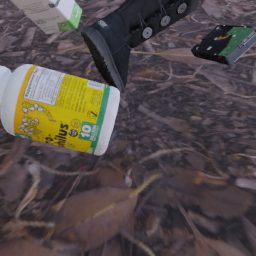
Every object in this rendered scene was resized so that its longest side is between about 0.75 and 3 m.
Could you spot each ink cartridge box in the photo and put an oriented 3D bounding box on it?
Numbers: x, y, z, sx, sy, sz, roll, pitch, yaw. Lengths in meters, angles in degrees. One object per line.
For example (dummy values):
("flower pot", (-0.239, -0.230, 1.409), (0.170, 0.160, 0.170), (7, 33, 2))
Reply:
("ink cartridge box", (-2.302, -3.475, 7.736), (1.241, 1.706, 0.717), (3, 70, 29))

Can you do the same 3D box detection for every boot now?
("boot", (0.423, -2.208, 6.514), (2.677, 2.207, 0.879), (-41, 68, -8))

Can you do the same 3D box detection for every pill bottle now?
("pill bottle", (-1.421, -0.381, 5.056), (2.324, 1.311, 1.311), (15, 38, -9))

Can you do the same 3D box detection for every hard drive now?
("hard drive", (1.247, -1.099, 3.645), (0.551, 0.149, 0.789), (-43, 29, -1))
